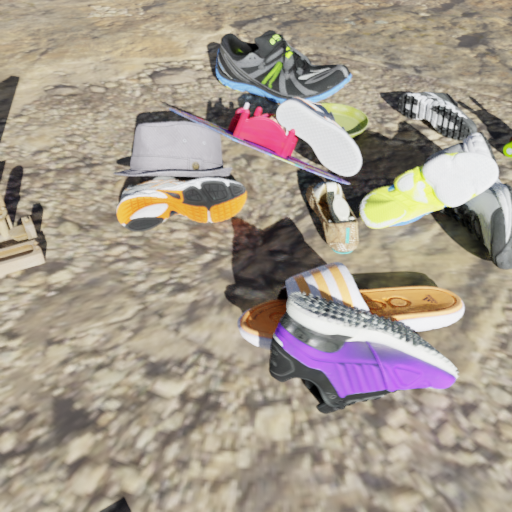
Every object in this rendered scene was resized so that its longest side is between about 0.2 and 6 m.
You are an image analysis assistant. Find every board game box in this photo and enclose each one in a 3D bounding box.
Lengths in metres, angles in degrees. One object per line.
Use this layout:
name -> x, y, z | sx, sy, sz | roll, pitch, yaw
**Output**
board game box -> 0.173, -2.462, 10.868 | 2.989, 0.737, 3.783 | 11, 16, -42

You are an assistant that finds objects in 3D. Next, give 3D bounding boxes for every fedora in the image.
fedora -> -1.593, -2.078, 10.986 | 2.338, 1.056, 2.068 | 0, 10, -20

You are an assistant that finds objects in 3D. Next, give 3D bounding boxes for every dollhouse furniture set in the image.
dollhouse furniture set -> -4.551, -0.503, 9.627 | 1.306, 1.119, 1.373 | -19, 43, -21

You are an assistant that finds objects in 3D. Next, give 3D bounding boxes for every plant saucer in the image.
plant saucer -> 1.807, -3.205, 13.590 | 1.805, 0.280, 1.805 | 0, 40, 0

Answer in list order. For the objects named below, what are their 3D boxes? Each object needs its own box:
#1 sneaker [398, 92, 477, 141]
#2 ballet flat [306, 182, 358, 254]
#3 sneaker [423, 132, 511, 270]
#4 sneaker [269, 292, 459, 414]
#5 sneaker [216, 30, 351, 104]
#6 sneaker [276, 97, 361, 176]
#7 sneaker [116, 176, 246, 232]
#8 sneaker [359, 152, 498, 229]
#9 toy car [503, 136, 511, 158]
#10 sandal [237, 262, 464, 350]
sneaker -> 4.576, -3.508, 13.584 | 1.022, 0.751, 2.258 | -25, 43, -23
ballet flat -> 1.465, -0.947, 10.489 | 0.771, 0.714, 2.187 | -6, 40, -11
sneaker -> 3.979, -0.930, 10.294 | 1.339, 1.248, 3.377 | -17, 39, 15
sneaker -> 1.322, 1.471, 7.344 | 2.717, 1.351, 0.945 | 21, 11, -21
sneaker -> 0.591, -5.023, 14.754 | 3.858, 1.599, 1.368 | 19, 45, 22
sneaker -> 1.322, -2.419, 10.988 | 1.969, 0.772, 0.782 | 41, 34, -7
sneaker -> -1.430, -1.213, 10.713 | 2.451, 0.928, 1.127 | -7, 36, -10
sneaker -> 3.037, -1.151, 10.042 | 2.392, 0.906, 1.257 | -18, -6, 17
toy car -> 6.186, -2.789, 12.319 | 1.017, 1.238, 0.977 | -31, 49, -32
sandal -> 1.405, 0.540, 8.262 | 3.496, 1.002, 1.339 | -7, 22, -13
